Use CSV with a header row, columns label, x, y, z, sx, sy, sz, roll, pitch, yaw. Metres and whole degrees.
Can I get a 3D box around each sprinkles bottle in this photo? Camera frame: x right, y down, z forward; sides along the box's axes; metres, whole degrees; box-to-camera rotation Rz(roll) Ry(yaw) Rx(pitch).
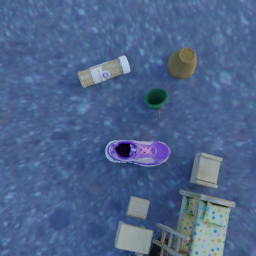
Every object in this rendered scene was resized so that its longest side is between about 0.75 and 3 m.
label,x,y,z,sx,sy,sz,roll,pitch,yaw
sprinkles bottle,-0.719,-1.693,8.447,1.519,0.518,0.518,-19,85,1

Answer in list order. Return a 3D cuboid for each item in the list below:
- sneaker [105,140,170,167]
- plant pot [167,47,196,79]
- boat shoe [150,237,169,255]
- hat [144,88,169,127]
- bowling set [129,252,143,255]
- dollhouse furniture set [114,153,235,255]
label,x,y,z,sx,sy,sz,roll,pitch,yaw
sneaker,0.303,0.682,8.058,1.905,0.842,0.766,2,77,-4
plant pot,1.657,-1.989,8.284,0.897,0.962,0.897,0,86,0
boat shoe,0.938,3.942,7.965,0.589,0.604,1.595,17,81,-17
hat,0.886,-0.654,8.594,0.732,0.778,0.884,24,63,30
bowling set,0.219,3.982,8.036,0.946,0.508,0.659,-45,105,-5
dollhouse furniture set,1.231,1.870,7.217,2.553,1.605,2.886,15,80,-8
